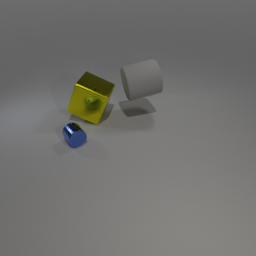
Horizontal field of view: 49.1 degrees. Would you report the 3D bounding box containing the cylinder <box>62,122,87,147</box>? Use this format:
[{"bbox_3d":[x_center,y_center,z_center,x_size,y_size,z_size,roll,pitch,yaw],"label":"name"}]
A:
[{"bbox_3d":[-1.973,0.252,10.324,0.700,0.700,0.700,-18,36,-27],"label":"cylinder"}]

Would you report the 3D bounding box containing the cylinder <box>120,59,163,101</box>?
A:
[{"bbox_3d":[0.539,-1.947,11.383,1.400,1.400,1.400,-15,34,-7],"label":"cylinder"}]

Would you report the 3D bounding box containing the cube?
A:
[{"bbox_3d":[-1.525,-1.266,11.714,1.400,1.400,1.400,24,34,-4],"label":"cube"}]
